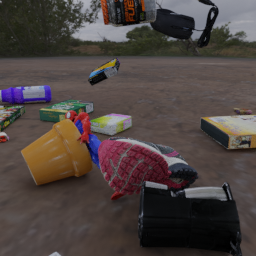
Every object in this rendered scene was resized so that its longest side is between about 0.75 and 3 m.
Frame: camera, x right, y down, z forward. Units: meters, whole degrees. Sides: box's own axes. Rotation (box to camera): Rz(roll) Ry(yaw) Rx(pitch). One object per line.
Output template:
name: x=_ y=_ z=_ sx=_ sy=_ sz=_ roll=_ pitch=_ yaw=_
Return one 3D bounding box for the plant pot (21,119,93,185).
plant pot: x=-1.425 y=0.553 z=5.468 sx=1.060 sy=1.158 sz=1.158 roll=-26 pitch=27 yaw=-22

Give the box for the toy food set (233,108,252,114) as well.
toy food set: x=4.378 y=-0.630 z=10.630 sx=0.590 sy=0.146 sz=0.928 roll=4 pitch=10 yaw=10

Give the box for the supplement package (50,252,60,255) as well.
supplement package: x=-0.756 y=1.700 z=2.510 sx=0.732 sy=0.563 sz=0.765 roll=16 pitch=24 yaw=42

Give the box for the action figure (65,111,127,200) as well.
action figure: x=-0.688 y=0.340 z=5.322 sx=0.560 sy=0.709 sz=2.166 roll=-20 pitch=49 yaw=-22

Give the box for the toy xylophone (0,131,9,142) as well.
toy xylophone: x=-3.671 y=0.262 z=7.686 sx=0.754 sy=0.189 sz=0.552 roll=-8 pitch=19 yaw=-23

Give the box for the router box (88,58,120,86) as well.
router box: x=-0.828 y=-1.975 z=9.821 sx=1.077 sy=0.275 sz=0.803 roll=-21 pitch=33 yaw=24

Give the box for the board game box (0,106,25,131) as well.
board game box: x=-4.560 y=-0.301 z=9.303 sx=1.450 sy=0.325 sz=2.768 roll=-3 pitch=18 yaw=-2

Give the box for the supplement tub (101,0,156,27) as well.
supplement tub: x=0.012 y=-3.994 z=9.364 sx=1.753 sy=1.074 sz=1.074 roll=-8 pitch=18 yaw=0

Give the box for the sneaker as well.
sneaker: x=0.276 y=0.585 z=4.529 sx=2.109 sy=0.850 sz=0.787 roll=26 pitch=21 yaw=-47

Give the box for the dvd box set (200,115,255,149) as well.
dvd box set: x=3.705 y=0.033 z=7.835 sx=2.789 sy=0.410 sz=2.041 roll=-3 pitch=15 yaw=-6

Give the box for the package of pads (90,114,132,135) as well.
package of pads: x=-0.488 y=-0.125 z=8.599 sx=0.865 sy=0.382 sz=1.119 roll=11 pitch=21 yaw=35

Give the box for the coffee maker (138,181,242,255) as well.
coffee maker: x=0.743 y=1.219 z=3.626 sx=1.223 sy=0.824 sz=1.175 roll=0 pitch=18 yaw=4

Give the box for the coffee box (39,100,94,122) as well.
coffee box: x=-2.165 y=-0.643 z=10.167 sx=1.152 sy=0.412 sz=1.874 roll=7 pitch=19 yaw=22

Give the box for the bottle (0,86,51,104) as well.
bottle: x=-4.482 y=-1.444 z=12.200 sx=2.175 sy=0.710 sz=0.908 roll=-6 pitch=16 yaw=-18

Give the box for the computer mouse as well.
computer mouse: x=2.093 y=-4.140 z=10.535 sx=2.514 sy=1.765 sz=0.579 roll=23 pitch=37 yaw=5
